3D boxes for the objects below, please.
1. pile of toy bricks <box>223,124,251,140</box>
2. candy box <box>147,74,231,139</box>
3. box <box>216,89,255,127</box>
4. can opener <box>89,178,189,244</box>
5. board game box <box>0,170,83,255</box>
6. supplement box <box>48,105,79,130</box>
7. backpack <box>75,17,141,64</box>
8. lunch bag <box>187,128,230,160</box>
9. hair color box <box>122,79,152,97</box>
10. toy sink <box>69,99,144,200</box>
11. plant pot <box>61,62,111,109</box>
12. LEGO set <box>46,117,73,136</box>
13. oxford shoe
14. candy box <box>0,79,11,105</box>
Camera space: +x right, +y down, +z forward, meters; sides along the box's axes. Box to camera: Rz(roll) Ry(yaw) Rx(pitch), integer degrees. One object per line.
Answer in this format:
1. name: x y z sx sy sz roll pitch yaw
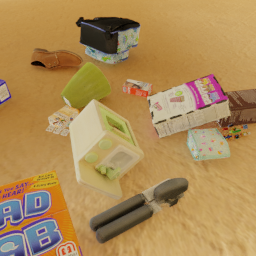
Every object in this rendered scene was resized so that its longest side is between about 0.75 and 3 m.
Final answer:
1. pile of toy bricks: 3.986 0.120 10.514 1.033 0.573 0.510 -14 1 0
2. candy box: 2.231 -0.855 10.669 2.748 0.838 1.874 -18 38 10
3. box: 4.686 -0.862 11.310 2.499 0.936 1.251 -8 39 -7
4. can opener: 0.329 2.092 7.722 2.912 0.968 0.767 -24 45 -20
5. board game box: -2.196 2.717 5.792 2.276 2.274 2.274 -16 42 -18
6. supplement box: -2.542 -0.433 11.178 0.668 0.390 1.060 22 45 26
7. backpack: -0.883 -4.843 15.179 2.683 2.154 2.931 27 40 27
8. lunch bag: 2.719 0.637 9.550 1.128 0.807 1.324 -3 34 -6
9. hair color box: 0.435 -1.842 12.922 1.229 0.393 0.682 13 41 18
10. toy sink: -0.620 0.581 8.509 1.650 1.418 2.532 32 24 -35
11. plant pot: -1.906 -1.608 11.896 1.755 1.642 1.642 -41 53 -19
12. LEGO set: -2.422 -0.070 10.274 0.781 0.257 1.045 14 39 7
13. oxford shoe: -3.760 -3.446 14.651 2.859 1.020 1.019 6 62 14
14. candy box: -6.818 -1.447 11.948 2.590 0.997 2.190 20 45 21
